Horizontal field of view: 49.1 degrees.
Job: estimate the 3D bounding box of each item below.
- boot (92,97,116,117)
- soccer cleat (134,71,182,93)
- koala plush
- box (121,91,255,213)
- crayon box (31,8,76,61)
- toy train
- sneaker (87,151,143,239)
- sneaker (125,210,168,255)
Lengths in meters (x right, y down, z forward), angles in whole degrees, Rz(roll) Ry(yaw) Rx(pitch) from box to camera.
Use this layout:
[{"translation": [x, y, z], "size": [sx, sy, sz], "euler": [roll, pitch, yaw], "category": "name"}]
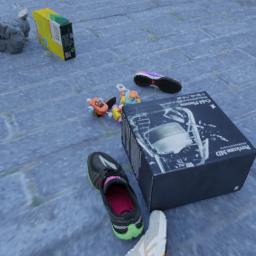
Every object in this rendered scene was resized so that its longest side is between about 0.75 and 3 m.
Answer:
[{"translation": [-0.877, -0.848, 10.209], "size": [0.424, 0.413, 1.123], "euler": [25, 51, 33], "category": "boot"}, {"translation": [1.235, -1.901, 11.185], "size": [1.972, 0.672, 0.722], "euler": [14, 38, 17], "category": "soccer cleat"}, {"translation": [-5.473, -4.742, 13.609], "size": [1.863, 1.798, 2.028], "euler": [21, 45, 5], "category": "koala plush"}, {"translation": [1.441, 0.531, 7.738], "size": [2.711, 1.680, 2.665], "euler": [-11, 44, -12], "category": "box"}, {"translation": [-3.517, -4.521, 13.229], "size": [0.684, 1.710, 2.693], "euler": [-30, 51, -29], "category": "crayon box"}, {"translation": [-0.410, -1.000, 9.950], "size": [1.513, 0.560, 2.015], "euler": [39, 51, 12], "category": "toy train"}, {"translation": [-0.323, 1.443, 7.138], "size": [1.022, 1.116, 2.663], "euler": [-19, 46, -20], "category": "sneaker"}, {"translation": [0.309, 2.727, 5.999], "size": [1.023, 0.842, 2.223], "euler": [4, 41, 10], "category": "sneaker"}]
